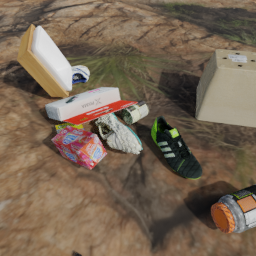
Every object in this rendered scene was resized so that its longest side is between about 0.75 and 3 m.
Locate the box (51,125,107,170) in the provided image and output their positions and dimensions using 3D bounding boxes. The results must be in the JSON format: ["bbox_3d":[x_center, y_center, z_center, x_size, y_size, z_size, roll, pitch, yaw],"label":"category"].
[{"bbox_3d":[-1.646,0.612,9.334,1.749,0.872,0.835,14,51,46],"label":"box"}]

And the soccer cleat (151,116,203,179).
[{"bbox_3d":[1.609,0.635,9.610,0.884,1.061,2.618,-20,49,-21],"label":"soccer cleat"}]

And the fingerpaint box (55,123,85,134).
[{"bbox_3d":[-2.214,0.154,10.797,0.993,0.364,0.828,-15,41,-17],"label":"fingerpaint box"}]

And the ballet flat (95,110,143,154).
[{"bbox_3d":[-0.450,0.263,10.179,1.022,1.022,2.849,-16,30,-19],"label":"ballet flat"}]

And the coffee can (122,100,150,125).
[{"bbox_3d":[0.315,-0.648,11.504,0.948,0.694,0.694,-31,49,-32],"label":"coffee can"}]

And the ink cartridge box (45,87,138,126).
[{"bbox_3d":[-1.463,-0.957,11.062,2.840,0.618,2.465,-23,21,-32],"label":"ink cartridge box"}]

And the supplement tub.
[{"bbox_3d":[3.237,2.241,7.770,1.671,1.024,1.024,-14,42,-16],"label":"supplement tub"}]

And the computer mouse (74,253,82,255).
[{"bbox_3d":[-1.401,3.605,6.769,1.035,0.238,0.726,-26,48,-38],"label":"computer mouse"}]

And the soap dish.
[{"bbox_3d":[-3.525,-2.786,12.046,1.091,2.686,2.113,-24,46,13],"label":"soap dish"}]

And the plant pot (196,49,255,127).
[{"bbox_3d":[4.332,-1.830,11.701,2.578,2.285,2.581,8,41,9],"label":"plant pot"}]

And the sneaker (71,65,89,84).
[{"bbox_3d":[-3.002,-2.624,13.800,2.185,0.822,0.963,-5,40,-5],"label":"sneaker"}]
